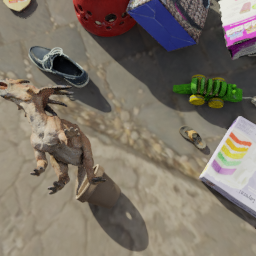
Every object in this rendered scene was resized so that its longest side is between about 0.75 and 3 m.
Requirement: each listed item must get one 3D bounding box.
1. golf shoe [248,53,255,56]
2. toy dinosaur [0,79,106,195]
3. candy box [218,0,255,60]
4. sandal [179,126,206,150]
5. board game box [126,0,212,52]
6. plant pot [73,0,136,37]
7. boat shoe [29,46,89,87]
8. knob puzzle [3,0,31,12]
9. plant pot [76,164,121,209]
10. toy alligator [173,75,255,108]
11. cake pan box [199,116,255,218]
[{"bbox_3d":[3.972,-2.877,9.098,1.957,0.756,0.862,25,83,8],"label":"golf shoe"},{"bbox_3d":[-1.201,0.155,5.190,1.080,2.515,1.705,-24,44,3],"label":"toy dinosaur"},{"bbox_3d":[2.836,-2.510,6.547,1.158,0.518,1.699,-15,53,27],"label":"candy box"},{"bbox_3d":[1.964,0.268,8.396,0.394,0.263,0.963,-41,78,-11],"label":"sandal"},{"bbox_3d":[1.439,-4.111,8.609,2.084,1.266,2.614,31,70,-37],"label":"board game box"},{"bbox_3d":[-0.676,-4.410,8.863,2.279,2.076,2.279,0,75,-1],"label":"plant pot"},{"bbox_3d":[-2.250,-2.047,8.855,2.221,0.687,0.831,35,77,10],"label":"boat shoe"},{"bbox_3d":[-3.859,-4.500,9.859,1.114,0.154,1.114,0,73,0],"label":"knob puzzle"},{"bbox_3d":[-0.733,1.688,7.664,0.958,1.099,1.099,33,76,-9],"label":"plant pot"},{"bbox_3d":[2.871,-1.119,8.525,2.931,0.795,0.869,9,74,3],"label":"toy alligator"},{"bbox_3d":[3.598,1.193,7.952,2.386,0.624,2.198,35,79,10],"label":"cake pan box"}]
